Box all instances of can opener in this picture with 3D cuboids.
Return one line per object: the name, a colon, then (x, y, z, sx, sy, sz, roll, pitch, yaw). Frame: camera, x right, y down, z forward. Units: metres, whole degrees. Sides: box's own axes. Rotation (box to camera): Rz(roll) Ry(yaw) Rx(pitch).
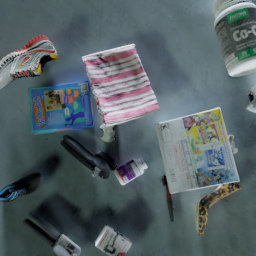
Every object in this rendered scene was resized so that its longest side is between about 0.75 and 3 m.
can opener: (-1.532, 1.058, 10.231, 2.290, 0.900, 0.726, 31, 120, 8)
can opener: (-2.634, 3.775, 9.635, 2.361, 0.785, 0.622, 35, 83, 11)

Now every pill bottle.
pill bottle: (4.210, -3.552, 10.510, 1.640, 1.640, 2.900, -13, 79, -2)
pill bottle: (0.111, 1.526, 10.076, 1.126, 0.633, 0.633, -30, 81, -6)

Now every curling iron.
curling iron: (1.413, 2.512, 10.077, 0.422, 0.217, 1.702, -5, 81, -38)

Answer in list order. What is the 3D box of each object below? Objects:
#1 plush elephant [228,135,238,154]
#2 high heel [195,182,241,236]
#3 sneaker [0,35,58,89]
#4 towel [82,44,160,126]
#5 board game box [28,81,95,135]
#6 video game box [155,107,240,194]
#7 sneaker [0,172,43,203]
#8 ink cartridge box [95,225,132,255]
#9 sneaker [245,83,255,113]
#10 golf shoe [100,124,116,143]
plush elephant: (3.576, 0.645, 10.195, 0.762, 0.716, 0.925, 4, 79, 1)
high heel: (3.152, 2.738, 9.755, 1.515, 0.759, 2.125, 8, 71, 8)
sneaker: (-3.855, -2.344, 10.520, 2.723, 1.060, 1.119, -41, 88, -12)
towel: (-0.283, -1.680, 10.384, 2.168, 0.443, 2.962, -17, 76, -9)
board game box: (-2.496, -0.759, 10.554, 2.298, 0.517, 1.747, -6, 80, -1)
video game box: (2.385, 0.815, 9.888, 2.360, 0.606, 2.590, -14, 78, 18)
sneaker: (-3.815, 2.147, 9.925, 1.718, 0.704, 0.629, -32, 81, -6)
ink cartridge box: (-0.508, 3.958, 9.643, 1.039, 0.438, 0.752, 34, 81, -4)
sneaker: (5.020, -1.487, 10.639, 0.791, 0.734, 1.953, 16, 79, 12)
golf shoe: (-0.740, -0.129, 10.469, 0.648, 0.522, 1.332, 4, 78, 7)
